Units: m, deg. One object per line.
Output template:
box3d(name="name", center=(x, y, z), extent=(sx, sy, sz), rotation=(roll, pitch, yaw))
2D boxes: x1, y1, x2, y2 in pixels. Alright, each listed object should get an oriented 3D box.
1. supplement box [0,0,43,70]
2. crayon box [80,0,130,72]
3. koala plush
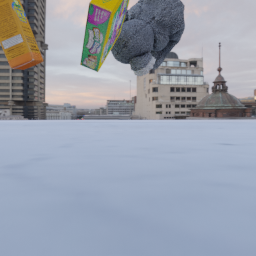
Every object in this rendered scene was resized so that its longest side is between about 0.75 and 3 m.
box3d(name="supplement box", center=(-3.395, -2.984, 8.238), extent=(0.826, 2.401, 0.799), rotation=(-20, 8, 10))
box3d(name="crayon box", center=(-0.524, -2.644, 6.917), extent=(0.570, 1.687, 1.955), rotation=(24, -32, -1))
box3d(name="koala plush", center=(0.372, -3.038, 9.149), extent=(2.730, 2.421, 2.509), rotation=(-45, 7, -36))
